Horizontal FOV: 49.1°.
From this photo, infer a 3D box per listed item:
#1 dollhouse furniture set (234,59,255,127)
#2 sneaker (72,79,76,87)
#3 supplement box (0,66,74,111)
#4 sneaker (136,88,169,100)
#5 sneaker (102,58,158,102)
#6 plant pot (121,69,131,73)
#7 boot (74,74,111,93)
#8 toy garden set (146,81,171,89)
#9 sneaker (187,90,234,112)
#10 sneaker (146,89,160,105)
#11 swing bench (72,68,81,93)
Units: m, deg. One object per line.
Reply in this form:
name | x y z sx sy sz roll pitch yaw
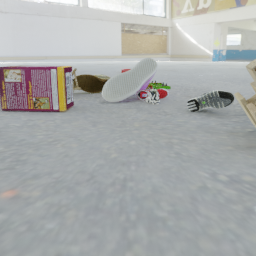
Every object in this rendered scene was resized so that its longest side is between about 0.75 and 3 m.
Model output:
dollhouse furniture set | 4.006 -0.773 6.347 2.555 1.810 2.781 -35 15 16
sneaker | -2.498 -2.296 14.460 1.081 0.429 0.408 9 16 25
supplement box | -2.982 -1.321 9.228 2.158 1.413 1.114 2 14 4
sneaker | 0.924 -1.310 10.941 1.223 0.436 0.688 1 10 32
sneaker | 0.042 -1.573 11.329 2.770 1.579 1.004 -35 76 -27
plant pot | 0.276 -2.182 12.872 1.161 1.058 1.161 0 16 0
boot | -1.561 -2.175 13.308 2.245 0.809 1.736 1 15 -20
toy garden set | 1.301 -2.265 14.509 1.352 0.324 1.622 -4 16 -12
sneaker | 2.663 -0.948 8.764 1.513 0.568 0.874 -7 17 43
sneaker | 0.915 -1.195 10.317 0.342 0.557 0.857 -3 16 -14
swing bench | -3.073 -1.861 11.816 1.533 1.000 1.541 -13 4 -37
